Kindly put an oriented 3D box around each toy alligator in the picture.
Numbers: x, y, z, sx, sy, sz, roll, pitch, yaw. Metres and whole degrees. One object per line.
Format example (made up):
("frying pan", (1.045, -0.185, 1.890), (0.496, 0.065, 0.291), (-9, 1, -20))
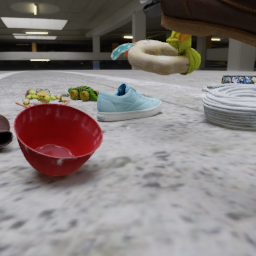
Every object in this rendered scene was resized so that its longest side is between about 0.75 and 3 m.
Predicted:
("toy alligator", (-2.414, -1.757, 13.715), (2.814, 0.676, 0.933), (11, 17, 37))

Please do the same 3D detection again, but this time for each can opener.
("can opener", (1.068, -2.734, 5.309), (1.833, 0.613, 0.489), (-18, 42, 24))

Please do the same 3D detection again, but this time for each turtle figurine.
("turtle figurine", (-3.751, -1.317, 11.849), (2.278, 0.733, 1.837), (-10, 17, -34))

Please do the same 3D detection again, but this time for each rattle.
("rattle", (0.601, -2.570, 7.402), (1.883, 2.066, 2.892), (-27, 39, -13))

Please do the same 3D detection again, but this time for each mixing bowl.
("mixing bowl", (-1.240, 0.289, 4.885), (1.461, 0.791, 1.461), (14, 35, -10))

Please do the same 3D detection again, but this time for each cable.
("cable", (3.700, -0.706, 8.714), (2.700, 0.935, 2.700), (1, 20, 11))

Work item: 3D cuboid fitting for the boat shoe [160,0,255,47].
("boat shoe", (1.580, -1.446, 3.085), (2.944, 1.035, 1.036), (24, 42, 31))

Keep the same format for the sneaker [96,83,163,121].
("sneaker", (0.184, -0.967, 9.606), (2.813, 1.153, 1.040), (-13, 20, -42))

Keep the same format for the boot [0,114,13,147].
("boot", (-3.905, 0.016, 6.244), (2.416, 0.874, 2.010), (-4, 13, -27))

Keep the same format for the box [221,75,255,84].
("box", (4.362, -1.320, 10.668), (1.375, 0.398, 1.730), (1, 50, 7))
